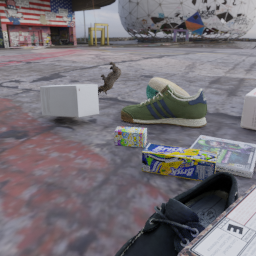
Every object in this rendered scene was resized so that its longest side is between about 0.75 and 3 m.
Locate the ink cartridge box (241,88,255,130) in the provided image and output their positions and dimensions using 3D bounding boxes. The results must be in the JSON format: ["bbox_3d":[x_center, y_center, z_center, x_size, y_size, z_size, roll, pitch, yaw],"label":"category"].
[{"bbox_3d":[4.835,-0.491,8.202,2.475,1.040,1.801,13,23,33],"label":"ink cartridge box"}]

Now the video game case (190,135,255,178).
[{"bbox_3d":[2.170,0.585,6.448,1.439,0.185,1.583,10,22,27],"label":"video game case"}]

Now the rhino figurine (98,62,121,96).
[{"bbox_3d":[-0.871,-2.058,12.241,0.689,1.576,0.471,41,13,18],"label":"rhino figurine"}]

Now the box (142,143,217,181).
[{"bbox_3d":[1.037,0.690,5.717,1.460,0.469,0.511,7,21,19],"label":"box"}]

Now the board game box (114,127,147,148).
[{"bbox_3d":[0.073,0.222,7.161,0.772,0.398,0.405,4,20,10],"label":"board game box"}]

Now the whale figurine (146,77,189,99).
[{"bbox_3d":[1.589,-1.116,10.506,1.975,1.025,1.571,28,19,6],"label":"whale figurine"}]

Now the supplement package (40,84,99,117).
[{"bbox_3d":[-1.852,-0.878,8.864,1.648,0.967,0.963,4,10,35],"label":"supplement package"}]

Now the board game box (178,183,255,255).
[{"bbox_3d":[1.881,1.557,2.143,1.951,1.185,2.448,-18,26,-42],"label":"board game box"}]

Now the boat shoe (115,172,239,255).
[{"bbox_3d":[0.704,1.240,3.548,2.599,0.862,0.971,-15,24,-36],"label":"boat shoe"}]

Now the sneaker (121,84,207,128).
[{"bbox_3d":[1.106,-0.776,8.750,2.715,1.219,0.910,5,20,14],"label":"sneaker"}]
